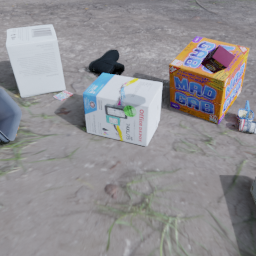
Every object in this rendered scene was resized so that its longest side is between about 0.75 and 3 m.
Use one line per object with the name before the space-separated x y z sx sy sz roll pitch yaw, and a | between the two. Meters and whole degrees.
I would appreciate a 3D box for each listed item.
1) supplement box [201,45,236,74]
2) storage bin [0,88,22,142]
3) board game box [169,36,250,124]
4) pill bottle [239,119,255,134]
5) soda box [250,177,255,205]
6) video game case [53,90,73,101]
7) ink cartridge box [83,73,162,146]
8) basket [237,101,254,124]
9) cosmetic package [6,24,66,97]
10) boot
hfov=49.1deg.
supplement box | 2.271 -1.728 7.147 0.479 0.372 0.868 35 -1 -4
storage bin | -5.345 -0.172 11.003 1.584 1.717 2.359 -26 36 9
board game box | 3.486 -2.140 12.322 2.427 2.426 2.425 25 56 29
pill bottle | 5.076 -0.041 11.528 0.865 0.517 0.517 12 39 14
soda box | 4.386 2.576 7.700 1.016 0.950 2.985 2 37 3
video game case | -3.228 -1.610 13.976 0.577 0.070 0.808 24 44 29
ink cartridge box | -0.146 -0.802 11.336 2.647 1.942 1.933 12 38 17
basket | 5.022 -0.601 11.925 0.643 0.925 0.815 12 37 13
cosmetic package | -4.574 -3.392 14.065 2.276 2.758 2.274 -11 38 -13
boot | -0.824 -3.591 15.893 1.922 0.873 2.287 28 52 37
